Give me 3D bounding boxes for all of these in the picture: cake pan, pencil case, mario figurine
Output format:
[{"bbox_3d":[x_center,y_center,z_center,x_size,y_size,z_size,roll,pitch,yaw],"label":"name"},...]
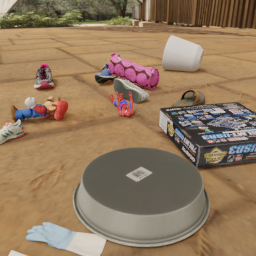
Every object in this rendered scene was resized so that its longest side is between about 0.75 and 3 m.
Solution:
[{"bbox_3d":[0.283,1.223,6.015,2.924,0.536,2.924,0,24,0],"label":"cake pan"},{"bbox_3d":[0.263,-2.759,13.512,2.588,1.212,1.174,25,49,23],"label":"pencil case"},{"bbox_3d":[-3.088,-0.766,9.866,1.927,1.021,1.190,-9,26,-15],"label":"mario figurine"}]

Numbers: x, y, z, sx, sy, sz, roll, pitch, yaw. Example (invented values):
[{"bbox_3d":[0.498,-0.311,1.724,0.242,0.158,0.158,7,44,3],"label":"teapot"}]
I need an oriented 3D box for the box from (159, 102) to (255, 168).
[{"bbox_3d":[2.771,0.055,8.393,2.958,0.735,2.936,-6,26,-12],"label":"box"}]

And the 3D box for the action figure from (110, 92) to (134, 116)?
[{"bbox_3d":[-0.228,-1.116,10.710,0.670,1.016,2.053,-7,28,-13],"label":"action figure"}]

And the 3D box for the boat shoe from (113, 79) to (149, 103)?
[{"bbox_3d":[0.070,-1.638,12.172,0.637,0.732,1.985,-12,31,-38],"label":"boat shoe"}]

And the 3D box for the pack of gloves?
[{"bbox_3d":[-1.235,2.019,4.625,1.489,0.294,1.251,7,26,14],"label":"pack of gloves"}]

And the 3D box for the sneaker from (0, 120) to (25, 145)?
[{"bbox_3d":[-3.734,0.098,8.484,0.425,0.565,1.208,21,31,37],"label":"sneaker"}]

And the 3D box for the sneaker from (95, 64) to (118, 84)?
[{"bbox_3d":[-1.151,-2.810,14.328,0.720,0.818,1.834,-26,3,35],"label":"sneaker"}]

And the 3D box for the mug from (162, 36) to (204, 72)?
[{"bbox_3d":[3.415,-4.378,16.782,2.051,2.001,2.499,17,35,17],"label":"mug"}]

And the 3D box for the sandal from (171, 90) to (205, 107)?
[{"bbox_3d":[2.445,-1.203,11.272,0.914,0.611,2.237,19,31,35],"label":"sandal"}]

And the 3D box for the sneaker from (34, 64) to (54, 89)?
[{"bbox_3d":[-4.207,-2.526,13.861,0.941,0.871,2.333,-7,26,-15],"label":"sneaker"}]
